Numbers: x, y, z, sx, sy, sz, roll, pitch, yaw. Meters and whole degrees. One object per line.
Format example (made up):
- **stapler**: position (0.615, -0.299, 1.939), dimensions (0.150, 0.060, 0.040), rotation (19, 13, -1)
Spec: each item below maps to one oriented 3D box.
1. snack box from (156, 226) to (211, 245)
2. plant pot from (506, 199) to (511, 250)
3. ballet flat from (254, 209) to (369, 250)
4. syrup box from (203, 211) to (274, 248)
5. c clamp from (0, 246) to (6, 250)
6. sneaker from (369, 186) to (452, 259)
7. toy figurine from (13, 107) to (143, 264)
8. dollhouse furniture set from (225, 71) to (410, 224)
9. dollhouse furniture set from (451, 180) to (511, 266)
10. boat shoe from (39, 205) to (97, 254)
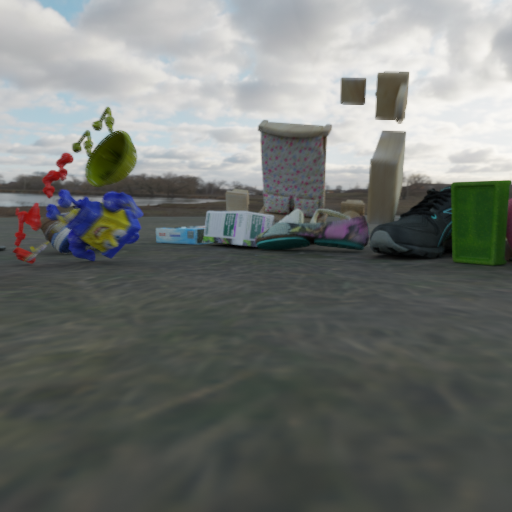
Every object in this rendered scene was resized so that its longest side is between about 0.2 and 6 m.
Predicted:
- **snack box**: position (-1.231, -0.499, 12.965), dimensions (1.141, 0.364, 1.964), rotation (3, 6, 32)
- **plant pot**: position (4.224, -0.504, 7.595), dimensions (1.514, 1.514, 1.355), rotation (-4, -9, -40)
- **ballet flat**: position (1.014, -0.488, 10.227), dimensions (2.087, 0.743, 0.721), rotation (0, -14, 18)
- **syrup box**: position (-0.383, -0.542, 11.341), dimensions (0.682, 0.659, 1.674), rotation (7, 1, -31)
- **c clamp**: position (-5.200, -0.157, 10.007), dimensions (1.451, 0.196, 1.239), rotation (1, 5, 12)
- **sneaker**: position (2.918, -0.591, 9.460), dimensions (2.984, 1.183, 1.125), rotation (-6, 10, -44)
- **toy figurine**: position (-2.159, -0.703, 7.988), dimensions (1.433, 2.391, 1.261), rotation (31, 23, -44)
- **dollhouse furniture set**: position (0.848, -1.756, 10.247), dimensions (3.554, 3.031, 1.735), rotation (6, 32, 16)
- **dollhouse furniture set**: position (4.153, -0.544, 8.744), dimensions (3.058, 1.181, 1.528), rotation (-4, 7, -37)
- **boat shoe**: position (-3.159, -0.579, 10.233), dimensions (0.732, 0.731, 2.023), rotation (39, 12, 7)
